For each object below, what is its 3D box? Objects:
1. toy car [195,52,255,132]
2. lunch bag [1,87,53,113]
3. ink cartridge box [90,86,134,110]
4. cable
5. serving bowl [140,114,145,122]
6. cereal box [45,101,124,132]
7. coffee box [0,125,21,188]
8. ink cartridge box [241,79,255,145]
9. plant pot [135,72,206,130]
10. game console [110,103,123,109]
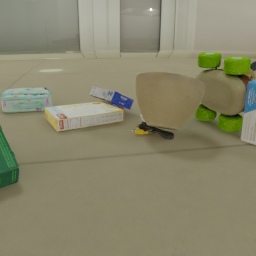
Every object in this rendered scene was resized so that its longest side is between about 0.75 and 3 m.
[{"bbox_3d":[3.717,-1.412,9.236,2.655,2.181,2.095,-16,27,-26],"label":"toy car"},{"bbox_3d":[-3.940,-1.123,11.037,1.923,0.741,1.542,-6,20,-17],"label":"lunch bag"},{"bbox_3d":[-0.673,-1.190,10.818,0.903,0.425,1.920,21,1,-34],"label":"ink cartridge box"},{"bbox_3d":[0.760,0.117,8.313,1.297,0.326,0.630,17,23,17],"label":"cable"},{"bbox_3d":[0.795,-0.317,9.444,0.774,0.254,0.774,1,19,0],"label":"serving bowl"},{"bbox_3d":[-1.510,-0.460,9.537,2.295,0.454,1.651,-10,21,-26],"label":"cereal box"},{"bbox_3d":[-3.550,0.661,5.161,2.574,0.566,1.582,-15,54,-37],"label":"coffee box"},{"bbox_3d":[4.204,-0.232,6.937,0.984,1.706,2.351,-16,25,-37],"label":"ink cartridge box"},{"bbox_3d":[1.095,-0.654,7.886,1.960,1.316,1.960,9,-3,0],"label":"plant pot"},{"bbox_3d":[-0.546,-0.876,11.270,0.726,0.127,0.821,9,20,23],"label":"game console"}]
